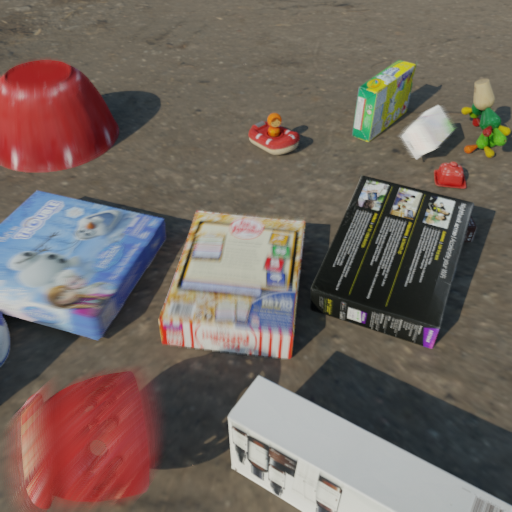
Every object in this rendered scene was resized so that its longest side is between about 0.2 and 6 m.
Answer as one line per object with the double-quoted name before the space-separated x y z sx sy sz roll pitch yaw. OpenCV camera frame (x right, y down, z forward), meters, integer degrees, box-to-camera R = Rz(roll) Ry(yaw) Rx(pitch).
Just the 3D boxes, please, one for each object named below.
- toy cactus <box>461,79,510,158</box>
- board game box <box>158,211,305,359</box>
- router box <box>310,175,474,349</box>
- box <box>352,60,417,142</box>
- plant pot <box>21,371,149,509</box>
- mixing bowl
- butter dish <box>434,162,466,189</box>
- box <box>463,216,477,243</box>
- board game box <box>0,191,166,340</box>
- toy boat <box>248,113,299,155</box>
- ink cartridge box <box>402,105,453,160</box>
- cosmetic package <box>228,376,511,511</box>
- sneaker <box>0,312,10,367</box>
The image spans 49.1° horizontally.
"toy cactus" 5.602 -3.494 13.911 1.082 1.746 2.116 -10 33 19
"board game box" -0.306 0.394 10.190 2.220 0.679 2.931 6 43 5
"router box" 2.524 -0.016 10.260 2.222 0.761 2.979 17 56 18
"box" 3.455 -4.171 14.770 0.592 1.436 2.448 30 49 28
"plant pot" -2.107 2.266 6.904 1.373 1.508 1.508 -5 42 -18
"mixing bowl" -5.234 -3.731 14.041 3.302 1.789 3.302 1 42 -1
"butter dish" 4.516 -1.934 12.954 0.699 0.518 0.701 7 43 9
"box" 3.733 -0.621 11.466 1.308 0.490 0.655 -5 48 -1
"board game box" -3.611 0.023 10.523 2.895 0.631 2.909 12 41 10
"toy boat" 0.462 -3.142 14.019 0.891 0.892 1.365 -33 51 -31
"ink cartridge box" 4.100 -2.944 13.379 1.274 0.746 0.429 -43 14 -31
"cosmetic package" 1.224 2.874 6.967 3.320 1.370 0.841 22 49 24
"sneaker" -4.578 1.461 8.471 1.005 1.437 2.489 -1 42 -3
